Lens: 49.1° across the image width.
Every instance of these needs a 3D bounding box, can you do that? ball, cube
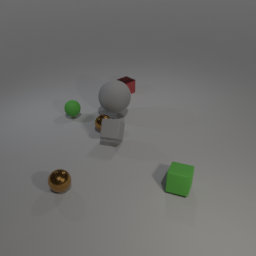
[{"bbox_3d":[-2.080,1.599,8.525,0.700,0.700,0.700,0,33,0],"label":"ball"},{"bbox_3d":[-0.996,-0.202,11.353,0.700,0.700,0.700,0,33,0],"label":"ball"},{"bbox_3d":[-2.415,-0.866,12.194,0.700,0.700,0.700,0,33,0],"label":"ball"},{"bbox_3d":[1.584,1.545,8.543,0.700,0.700,0.700,11,25,19],"label":"cube"},{"bbox_3d":[-0.103,-2.163,14.400,0.700,0.700,0.700,-27,42,-36],"label":"cube"},{"bbox_3d":[-0.572,0.072,10.478,0.700,0.700,0.700,5,-7,15],"label":"cube"},{"bbox_3d":[-0.570,-1.349,12.033,1.400,1.400,1.400,0,33,0],"label":"ball"}]
